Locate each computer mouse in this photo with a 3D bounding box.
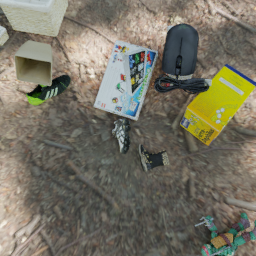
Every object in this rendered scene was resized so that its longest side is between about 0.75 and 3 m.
[{"bbox_3d":[1.979,-2.683,10.113,1.998,0.760,2.885,2,72,9],"label":"computer mouse"}]

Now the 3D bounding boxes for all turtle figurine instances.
[{"bbox_3d":[3.067,3.532,8.961,2.250,1.133,1.684,-20,27,-11],"label":"turtle figurine"}]

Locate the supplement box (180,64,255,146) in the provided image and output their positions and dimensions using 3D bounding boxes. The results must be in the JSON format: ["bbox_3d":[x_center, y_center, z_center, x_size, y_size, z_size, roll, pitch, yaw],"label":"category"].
[{"bbox_3d":[3.424,-0.884,10.703,1.436,1.427,2.622,39,72,16],"label":"supplement box"}]

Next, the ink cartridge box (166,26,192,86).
[{"bbox_3d":[2.046,-2.894,11.534,0.893,1.555,2.141,-2,66,0],"label":"ink cartridge box"}]

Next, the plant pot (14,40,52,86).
[{"bbox_3d":[-3.334,-2.454,10.245,1.252,1.250,1.108,9,55,-11],"label":"plant pot"}]

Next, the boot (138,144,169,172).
[{"bbox_3d":[0.896,0.995,10.093,0.966,0.470,1.283,-11,33,0],"label":"boot"}]

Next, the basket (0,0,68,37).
[{"bbox_3d":[-4.099,-5.689,12.604,2.353,1.892,2.332,9,66,5],"label":"basket"}]

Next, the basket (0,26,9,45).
[{"bbox_3d":[-5.995,-4.260,12.686,0.942,0.581,0.639,25,68,10],"label":"basket"}]

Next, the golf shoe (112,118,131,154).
[{"bbox_3d":[-0.271,0.343,10.735,0.674,0.554,1.426,-7,65,21],"label":"golf shoe"}]

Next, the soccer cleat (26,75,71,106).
[{"bbox_3d":[-3.191,-1.626,11.385,1.972,0.799,0.666,-37,71,-15],"label":"soccer cleat"}]

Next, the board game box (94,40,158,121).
[{"bbox_3d":[-0.065,-1.904,11.189,1.791,0.491,2.837,18,87,8],"label":"board game box"}]
